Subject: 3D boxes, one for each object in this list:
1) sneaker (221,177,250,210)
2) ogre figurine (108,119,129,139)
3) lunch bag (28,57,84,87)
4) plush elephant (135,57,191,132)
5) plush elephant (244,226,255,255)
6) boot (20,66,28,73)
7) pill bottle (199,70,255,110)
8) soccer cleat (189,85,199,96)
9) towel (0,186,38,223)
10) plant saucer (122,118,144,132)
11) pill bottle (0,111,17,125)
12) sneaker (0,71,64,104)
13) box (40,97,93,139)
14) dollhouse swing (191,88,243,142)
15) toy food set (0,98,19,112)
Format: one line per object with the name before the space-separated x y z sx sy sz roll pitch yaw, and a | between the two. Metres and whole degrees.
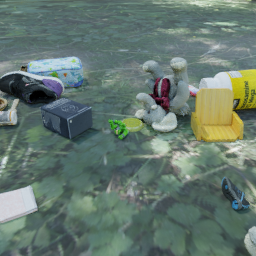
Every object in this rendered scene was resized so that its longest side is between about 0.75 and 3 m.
sneaker | 2.688 1.650 7.074 0.400 0.357 0.976 3 39 -13
ogre figurine | -0.296 0.002 9.655 0.496 0.406 0.827 -14 40 -42
lunch bag | -3.450 -2.683 13.474 2.537 1.046 2.039 -9 34 -14
plush elephant | 1.112 -0.978 9.981 1.985 2.564 2.112 -42 33 -19
plush elephant | 2.772 2.266 4.454 2.561 2.110 1.983 14 34 -37
boot | -5.059 -2.434 13.402 0.705 0.722 1.915 -3 32 -9
pill bottle | 4.292 -1.492 11.083 2.685 1.509 1.509 -6 32 -3
soccer cleat | 3.007 -1.533 12.321 1.151 0.392 0.421 29 67 30
towel | -2.739 1.840 6.895 0.870 0.147 0.911 -15 33 -23
plant saucer | 0.137 -0.147 10.178 0.895 0.139 0.895 0 32 0
pill bottle | -4.540 -0.353 10.164 0.872 0.507 0.507 -2 31 -5
sneaker | -4.280 -1.646 11.819 2.896 1.097 1.268 3 37 6
box | -2.160 -0.392 9.918 1.494 0.800 1.109 21 37 34
dollhouse swing | 3.070 -0.478 9.548 1.554 1.366 1.412 0 31 -2
toy food set | -5.658 -0.952 11.167 2.382 0.478 1.645 -5 32 -8
